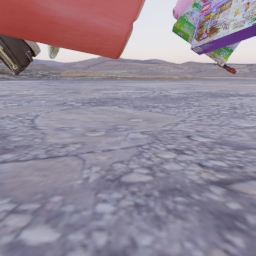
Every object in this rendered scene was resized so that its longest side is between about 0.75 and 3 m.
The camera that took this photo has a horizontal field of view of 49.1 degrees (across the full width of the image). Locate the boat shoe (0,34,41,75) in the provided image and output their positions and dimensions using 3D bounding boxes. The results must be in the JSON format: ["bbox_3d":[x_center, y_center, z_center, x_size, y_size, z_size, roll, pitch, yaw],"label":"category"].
[{"bbox_3d":[-3.224,-2.355,5.906,1.043,0.864,2.903,16,-22,51],"label":"boat shoe"}]

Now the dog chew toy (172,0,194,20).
[{"bbox_3d":[2.350,-3.400,7.870,2.216,1.380,1.380,-10,12,-4],"label":"dog chew toy"}]

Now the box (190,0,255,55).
[{"bbox_3d":[1.939,-2.076,5.199,0.313,1.094,1.600,24,-13,-28],"label":"box"}]

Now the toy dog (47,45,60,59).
[{"bbox_3d":[-2.906,-3.456,8.343,2.285,1.594,2.215,27,-20,7],"label":"toy dog"}]

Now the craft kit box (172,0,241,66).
[{"bbox_3d":[1.957,-2.324,6.233,1.416,1.399,0.344,38,-12,7],"label":"craft kit box"}]

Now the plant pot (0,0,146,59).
[{"bbox_3d":[-0.932,-2.544,4.815,2.435,2.752,2.752,21,8,-10],"label":"plant pot"}]

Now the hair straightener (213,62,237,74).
[{"bbox_3d":[3.116,-1.970,9.065,0.802,0.164,0.309,15,33,-10],"label":"hair straightener"}]
